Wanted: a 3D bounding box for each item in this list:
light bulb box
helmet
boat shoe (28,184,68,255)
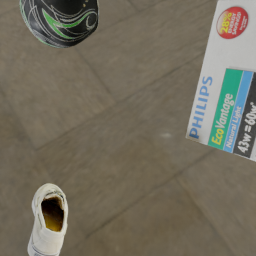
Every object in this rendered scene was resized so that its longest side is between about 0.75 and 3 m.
[{"bbox_3d":[2.538,-0.756,5.128,1.531,2.453,2.431,20,104,39],"label":"light bulb box"},{"bbox_3d":[-1.461,-2.421,5.808,1.430,1.500,1.500,-23,66,-24],"label":"helmet"},{"bbox_3d":[-1.224,1.295,4.529,0.622,1.753,0.612,21,104,-15],"label":"boat shoe"}]
